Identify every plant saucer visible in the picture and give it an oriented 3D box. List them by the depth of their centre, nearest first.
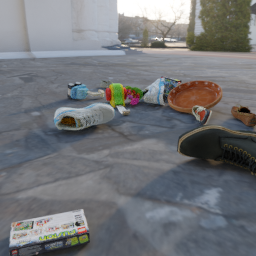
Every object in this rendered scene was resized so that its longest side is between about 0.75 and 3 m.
[{"bbox_3d":[3.057,-1.424,12.850,2.439,0.394,2.439,-11,35,8],"label":"plant saucer"}]

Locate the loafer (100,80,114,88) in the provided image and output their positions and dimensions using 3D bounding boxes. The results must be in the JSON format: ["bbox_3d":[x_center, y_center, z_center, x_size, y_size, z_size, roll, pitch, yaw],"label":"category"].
[{"bbox_3d":[-1.156,-2.716,17.336,1.381,0.482,0.483,10,22,27],"label":"loafer"}]

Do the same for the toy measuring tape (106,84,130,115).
[{"bbox_3d":[-0.435,-1.471,13.056,1.084,1.084,2.945,-5,20,-13],"label":"toy measuring tape"}]

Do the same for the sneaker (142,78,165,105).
[{"bbox_3d":[1.305,-1.921,14.383,1.230,1.064,2.837,-2,19,9],"label":"sneaker"}]

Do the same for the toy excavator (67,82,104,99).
[{"bbox_3d":[-2.234,-1.855,14.784,1.524,0.761,1.482,27,33,28],"label":"toy excavator"}]

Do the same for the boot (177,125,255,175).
[{"bbox_3d":[2.717,0.682,7.200,2.552,0.989,1.765,-3,25,-7],"label":"boot"}]

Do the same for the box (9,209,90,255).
[{"bbox_3d":[-1.370,1.831,4.911,1.290,0.224,0.710,-6,20,-17],"label":"box"}]

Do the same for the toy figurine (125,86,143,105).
[{"bbox_3d":[0.227,-1.540,13.659,1.007,0.756,0.927,33,28,-13],"label":"toy figurine"}]

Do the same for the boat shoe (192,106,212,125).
[{"bbox_3d":[2.865,-0.561,10.963,0.516,0.587,1.649,26,15,-1],"label":"boat shoe"}]

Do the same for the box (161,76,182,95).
[{"bbox_3d":[2.348,-2.297,15.505,0.292,0.926,1.682,-8,20,-23],"label":"box"}]

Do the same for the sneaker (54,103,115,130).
[{"bbox_3d":[-1.565,-0.343,10.318,2.254,0.862,0.910,-8,30,-6],"label":"sneaker"}]

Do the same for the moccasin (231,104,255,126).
[{"bbox_3d":[4.587,-0.608,11.150,0.612,0.646,1.673,1,20,3],"label":"moccasin"}]
